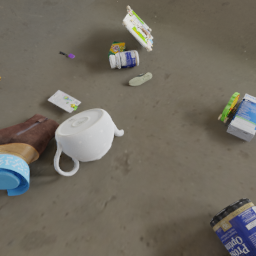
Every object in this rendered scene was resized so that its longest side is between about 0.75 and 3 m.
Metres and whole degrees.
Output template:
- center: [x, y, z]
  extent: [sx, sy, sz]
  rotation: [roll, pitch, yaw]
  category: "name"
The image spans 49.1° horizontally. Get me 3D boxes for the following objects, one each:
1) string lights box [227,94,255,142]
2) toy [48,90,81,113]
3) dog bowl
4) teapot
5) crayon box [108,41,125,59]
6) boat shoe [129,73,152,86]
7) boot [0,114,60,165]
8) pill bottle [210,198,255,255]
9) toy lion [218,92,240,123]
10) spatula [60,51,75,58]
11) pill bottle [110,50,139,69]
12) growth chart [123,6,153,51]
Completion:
- center: [4.930, -0.457, 11.529]
  extent: [0.982, 0.563, 1.911]
  rotation: [27, 60, 18]
  category: "string lights box"
- center: [-2.738, -1.094, 12.144]
  extent: [1.253, 0.296, 0.721]
  rotation: [27, 57, 19]
  category: "toy"
- center: [-4.770, 1.585, 9.573]
  extent: [2.868, 1.599, 0.711]
  rotation: [-1, 44, -1]
  category: "dog bowl"
- center: [-1.452, 0.479, 10.291]
  extent: [2.292, 1.674, 2.262]
  rotation: [-16, 25, 10]
  category: "teapot"
- center: [-0.550, -3.874, 14.063]
  extent: [0.622, 0.305, 1.047]
  rotation: [11, 56, 7]
  category: "crayon box"
- center: [0.551, -2.252, 12.968]
  extent: [1.121, 0.403, 0.379]
  rotation: [-23, 22, -8]
  category: "boat shoe"
- center: [-4.427, 0.264, 10.977]
  extent: [2.993, 1.083, 2.490]
  rotation: [22, 46, 16]
  category: "boot"
- center: [3.776, 3.536, 8.202]
  extent: [1.479, 1.479, 2.644]
  rotation: [-23, 58, -15]
  category: "pill bottle"
- center: [4.212, -0.896, 11.515]
  extent: [0.384, 1.072, 1.118]
  rotation: [33, 61, 26]
  category: "toy lion"
- center: [-3.087, -3.699, 14.079]
  extent: [0.845, 0.087, 0.239]
  rotation: [21, 57, 14]
  category: "spatula"
- center: [-0.186, -3.244, 13.350]
  extent: [1.299, 0.752, 0.752]
  rotation: [-10, 56, -7]
  category: "pill bottle"
- center: [0.550, -4.923, 13.948]
  extent: [2.061, 0.253, 2.848]
  rotation: [38, 32, -21]
  category: "growth chart"
